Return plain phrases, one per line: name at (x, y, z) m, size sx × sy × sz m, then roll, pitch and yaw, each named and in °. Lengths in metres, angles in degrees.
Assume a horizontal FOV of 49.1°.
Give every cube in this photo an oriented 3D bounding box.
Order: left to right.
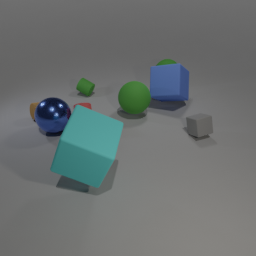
cube at (-1.096, 0.499, 7.594) m, size 1.400 × 1.400 × 1.400 m, roll 22°, pitch 42°, yaw -8°
cube at (1.912, -2.023, 12.796) m, size 1.400 × 1.400 × 1.400 m, roll 0°, pitch -4°, yaw 28°
cube at (2.737, -0.115, 10.714) m, size 0.700 × 0.700 × 0.700 m, roll -15°, pitch 16°, yaw -19°

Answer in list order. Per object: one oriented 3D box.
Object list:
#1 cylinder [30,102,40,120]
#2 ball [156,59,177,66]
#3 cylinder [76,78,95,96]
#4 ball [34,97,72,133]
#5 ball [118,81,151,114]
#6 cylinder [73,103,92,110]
cylinder at (-3.711, -0.747, 11.901) m, size 0.700 × 0.700 × 0.700 m, roll -11°, pitch 30°, yaw -40°
ball at (2.114, -3.001, 15.091) m, size 1.400 × 1.400 × 1.400 m, roll 0°, pitch 30°, yaw 0°
cylinder at (-2.133, -2.065, 14.100) m, size 0.700 × 0.700 × 0.700 m, roll 30°, pitch 35°, yaw 3°
ball at (-2.904, -0.494, 10.886) m, size 1.400 × 1.400 × 1.400 m, roll 0°, pitch 30°, yaw 0°
ball at (0.274, -1.297, 11.960) m, size 1.400 × 1.400 × 1.400 m, roll 0°, pitch 30°, yaw 0°
cylinder at (-1.775, -0.584, 11.117) m, size 0.700 × 0.700 × 0.700 m, roll -8°, pitch -8°, yaw -1°
